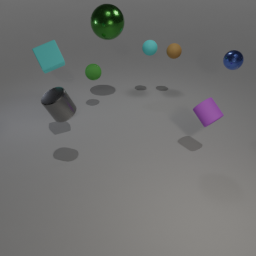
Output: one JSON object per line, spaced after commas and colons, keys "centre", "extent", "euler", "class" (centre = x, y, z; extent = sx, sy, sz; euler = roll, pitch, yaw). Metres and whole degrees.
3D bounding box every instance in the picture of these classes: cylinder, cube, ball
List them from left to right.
{"centre": [-2.368, -2.130, 8.437], "extent": [0.700, 0.700, 0.700], "euler": [-26, 10, -9], "class": "cube"}
{"centre": [-1.855, -0.629, 7.547], "extent": [0.700, 0.700, 0.700], "euler": [-14, 45, 15], "class": "cylinder"}
{"centre": [-1.479, -2.385, 11.931], "extent": [0.700, 0.700, 0.700], "euler": [0, 30, 0], "class": "ball"}
{"centre": [-0.843, -4.361, 11.541], "extent": [1.400, 1.400, 1.400], "euler": [0, 30, 0], "class": "ball"}
{"centre": [1.014, -3.718, 12.989], "extent": [0.700, 0.700, 0.700], "euler": [0, 30, 0], "class": "ball"}
{"centre": [2.147, -3.589, 13.062], "extent": [0.700, 0.700, 0.700], "euler": [0, 30, 0], "class": "ball"}
{"centre": [2.537, -0.493, 8.875], "extent": [0.700, 0.700, 0.700], "euler": [-24, 77, -35], "class": "cylinder"}
{"centre": [3.799, -2.450, 10.107], "extent": [0.700, 0.700, 0.700], "euler": [0, 30, 0], "class": "ball"}
